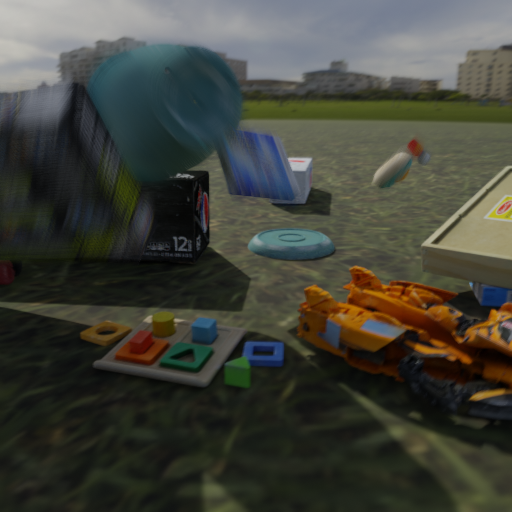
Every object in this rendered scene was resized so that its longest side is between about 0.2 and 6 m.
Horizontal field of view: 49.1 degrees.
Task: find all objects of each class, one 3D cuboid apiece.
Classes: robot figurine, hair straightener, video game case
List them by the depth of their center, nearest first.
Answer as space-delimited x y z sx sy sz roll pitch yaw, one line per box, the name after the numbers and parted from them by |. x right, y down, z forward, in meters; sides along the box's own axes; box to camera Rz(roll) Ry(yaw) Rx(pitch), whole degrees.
1.756 0.792 5.674 2.508 0.730 1.818 14 24 39 | robot figurine
-4.645 0.187 8.391 2.245 0.459 0.864 -5 17 -2 | hair straightener
0.001 -1.375 8.407 1.171 1.061 0.266 2 -32 -36 | video game case

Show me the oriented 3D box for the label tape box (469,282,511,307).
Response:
3.324 0.422 7.658 0.627 0.289 0.875 2 19 10 | label tape box

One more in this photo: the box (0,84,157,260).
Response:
-2.831 -0.861 6.774 2.644 2.118 0.585 -2 48 19 | box

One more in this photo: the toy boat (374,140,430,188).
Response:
2.738 -1.666 10.375 1.100 0.511 0.925 -41 -1 -16 | toy boat

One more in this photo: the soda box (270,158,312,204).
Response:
0.952 -2.015 14.720 0.901 0.842 2.646 3 17 8 | soda box

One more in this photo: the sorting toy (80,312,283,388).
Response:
-0.884 0.905 6.004 2.375 0.324 1.337 5 18 18 | sorting toy

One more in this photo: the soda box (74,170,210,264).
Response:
-2.866 -0.766 9.548 4.046 1.432 1.281 2 15 5 | soda box

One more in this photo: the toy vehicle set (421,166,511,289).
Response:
4.086 -0.506 8.162 2.010 0.429 3.235 13 35 41 | toy vehicle set

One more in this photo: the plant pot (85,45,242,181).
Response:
-1.097 -1.911 7.233 1.790 1.790 1.682 -11 10 -33 | plant pot

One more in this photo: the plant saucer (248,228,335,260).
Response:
0.628 -0.250 10.018 1.555 0.213 1.555 1 17 0 | plant saucer
